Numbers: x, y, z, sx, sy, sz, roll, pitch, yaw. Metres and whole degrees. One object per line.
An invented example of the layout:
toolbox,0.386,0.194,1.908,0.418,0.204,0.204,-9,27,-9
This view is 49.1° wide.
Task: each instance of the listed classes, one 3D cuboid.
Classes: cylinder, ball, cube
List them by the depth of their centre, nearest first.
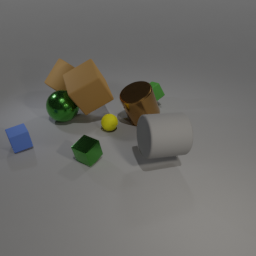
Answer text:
cylinder,1.146,0.230,8.996,1.400,1.400,1.400,-4,30,-17
cube,-1.397,0.782,9.652,0.700,0.700,0.700,19,50,30
cube,-4.022,0.368,10.348,0.700,0.700,0.700,-22,37,-23
ball,-0.761,-0.234,11.532,0.700,0.700,0.700,0,30,0
cube,-1.646,-1.690,11.611,1.400,1.400,1.400,-29,49,6
cylinder,0.514,-1.018,11.834,1.400,1.400,1.400,-14,43,13
ball,-2.813,-0.946,12.076,1.400,1.400,1.400,0,30,0
cube,1.194,-1.714,13.401,0.700,0.700,0.700,-37,27,-10
cylinder,-3.132,-2.440,13.742,1.400,1.400,1.400,32,2,-1
